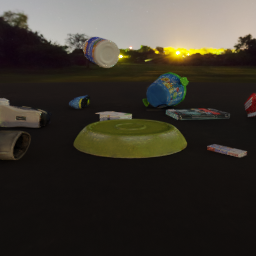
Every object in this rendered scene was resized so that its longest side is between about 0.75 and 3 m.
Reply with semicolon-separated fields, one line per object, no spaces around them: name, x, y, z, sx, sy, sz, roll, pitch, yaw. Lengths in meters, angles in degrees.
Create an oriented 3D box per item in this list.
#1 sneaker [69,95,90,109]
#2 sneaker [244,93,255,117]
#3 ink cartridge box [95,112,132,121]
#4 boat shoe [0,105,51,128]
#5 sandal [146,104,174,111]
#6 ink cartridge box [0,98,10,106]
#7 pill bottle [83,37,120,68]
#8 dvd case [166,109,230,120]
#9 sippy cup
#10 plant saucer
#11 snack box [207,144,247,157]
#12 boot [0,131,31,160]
sneaker;-2.288;-1.269;13.399;0.686;0.577;1.749;4;12;9
sneaker;4.986;-0.988;10.263;1.421;0.821;0.557;-23;0;21
ink cartridge box;-0.481;-0.298;9.118;1.085;0.365;0.636;9;15;39
boat shoe;-3.361;-0.350;8.895;1.878;0.701;0.871;10;7;10
sandal;1.430;-0.902;12.373;1.251;0.268;0.476;-2;12;-10
ink cartridge box;-5.622;-0.934;11.754;1.017;0.569;1.491;-8;16;-33
pill bottle;-0.893;-2.360;8.567;0.797;0.797;1.423;-6;25;-28
dvd case;2.624;-0.550;10.777;2.017;0.222;1.472;-1;11;-9
sippy cup;1.700;-1.678;13.173;1.672;2.129;1.560;33;33;19
plant saucer;0.054;0.139;6.840;2.736;0.425;2.736;0;11;0
snack box;2.093;0.477;5.963;0.277;0.094;0.772;-10;15;-40
boot;-3.046;0.188;5.892;1.925;0.698;1.750;-7;26;-1
